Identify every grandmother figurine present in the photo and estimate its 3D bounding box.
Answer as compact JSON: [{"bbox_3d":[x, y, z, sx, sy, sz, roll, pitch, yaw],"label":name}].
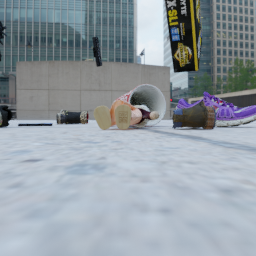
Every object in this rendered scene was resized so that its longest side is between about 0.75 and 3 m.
[{"bbox_3d":[0.102,-0.384,8.406,1.737,0.867,2.864,8,6,15],"label":"grandmother figurine"}]

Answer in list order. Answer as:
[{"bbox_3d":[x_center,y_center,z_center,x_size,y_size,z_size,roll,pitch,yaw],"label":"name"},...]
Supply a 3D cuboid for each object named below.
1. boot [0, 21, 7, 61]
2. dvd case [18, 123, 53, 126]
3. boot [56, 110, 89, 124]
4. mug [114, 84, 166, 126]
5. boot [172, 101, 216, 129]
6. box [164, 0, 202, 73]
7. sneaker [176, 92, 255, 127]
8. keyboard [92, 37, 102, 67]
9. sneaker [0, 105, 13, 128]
[{"bbox_3d":[-4.164,-2.361,7.772,1.555,1.275,0.576,-9,-18,5],"label":"boot"},{"bbox_3d":[-3.680,-0.136,11.211,1.266,0.111,0.903,0,3,-14],"label":"dvd case"},{"bbox_3d":[-2.811,-0.571,14.553,1.524,0.741,2.024,-1,6,-2],"label":"boot"},{"bbox_3d":[0.050,-0.799,11.022,2.038,1.531,2.295,1,-2,-22],"label":"mug"},{"bbox_3d":[1.733,-0.396,8.248,1.094,0.843,2.258,2,4,0],"label":"boot"},{"bbox_3d":[1.384,-2.735,6.682,0.624,2.018,2.528,-1,33,17],"label":"box"},{"bbox_3d":[3.048,-0.641,9.662,2.946,1.229,1.188,2,3,25],"label":"sneaker"},{"bbox_3d":[-1.270,-3.147,11.575,0.152,1.187,0.713,-3,16,18],"label":"keyboard"},{"bbox_3d":[-4.321,-0.391,9.276,0.938,0.791,2.144,0,6,-21],"label":"sneaker"}]
